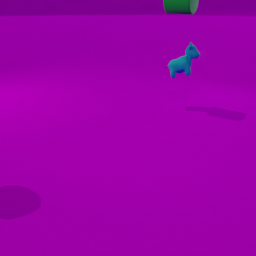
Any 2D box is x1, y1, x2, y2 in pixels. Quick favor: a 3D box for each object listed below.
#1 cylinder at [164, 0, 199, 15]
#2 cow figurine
[{"bbox_3d":[1.759,-4.233,9.235,0.898,0.898,0.898,14,28,29],"label":"cylinder"},{"bbox_3d":[1.987,-2.426,10.048,1.174,1.155,0.644,-6,8,11],"label":"cow figurine"}]
